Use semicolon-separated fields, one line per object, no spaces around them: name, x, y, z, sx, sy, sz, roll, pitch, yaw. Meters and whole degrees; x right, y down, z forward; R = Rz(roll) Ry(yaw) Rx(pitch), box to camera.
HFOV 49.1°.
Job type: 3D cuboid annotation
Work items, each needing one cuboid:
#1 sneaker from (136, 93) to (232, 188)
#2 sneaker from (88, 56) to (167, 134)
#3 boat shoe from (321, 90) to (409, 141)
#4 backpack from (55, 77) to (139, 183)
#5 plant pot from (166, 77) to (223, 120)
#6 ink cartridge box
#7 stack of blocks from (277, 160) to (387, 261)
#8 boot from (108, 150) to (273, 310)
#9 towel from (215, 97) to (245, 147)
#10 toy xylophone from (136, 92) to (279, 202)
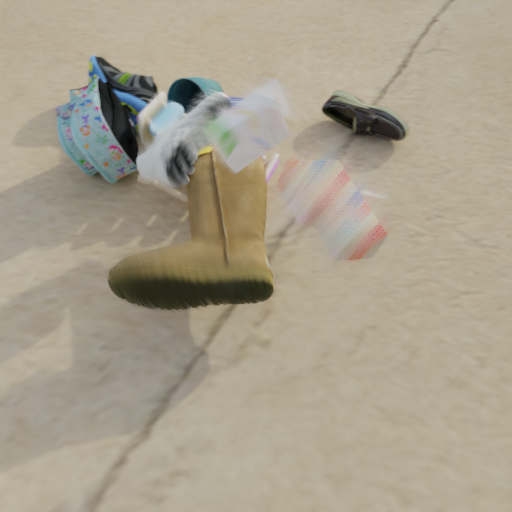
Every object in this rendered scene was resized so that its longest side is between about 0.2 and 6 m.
sneaker;-1.389;-2.424;11.211;1.062;0.985;2.621;9;47;35
sneaker;-3.394;-4.290;14.897;1.394;1.193;3.364;-26;53;-37
boat shoe;2.711;-3.403;14.195;2.363;0.865;0.766;32;66;30
backpack;-3.522;-2.723;12.734;1.600;1.887;2.126;-29;53;3
plant pot;-1.442;-3.963;14.169;1.216;1.216;1.143;21;33;19
ink cartridge box;-0.015;-2.293;9.893;1.527;0.894;0.514;-37;50;-3
stack of blocks;1.076;-0.695;8.215;0.942;0.479;1.635;-6;51;-26
boot;-1.140;-0.614;10.413;2.910;1.099;3.323;4;49;-12
towel;-1.143;-3.387;14.532;1.911;0.315;2.639;5;44;8
toy xylophone;-1.190;-2.192;12.438;3.258;0.818;2.385;22;51;-6
